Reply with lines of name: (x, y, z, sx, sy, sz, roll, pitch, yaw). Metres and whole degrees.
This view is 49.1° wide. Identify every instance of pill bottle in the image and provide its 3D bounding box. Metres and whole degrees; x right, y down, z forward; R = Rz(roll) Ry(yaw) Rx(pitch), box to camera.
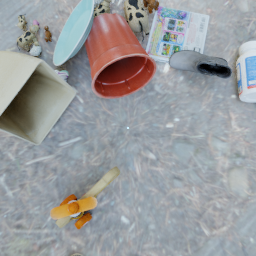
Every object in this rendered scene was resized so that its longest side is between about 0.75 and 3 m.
pill bottle: (4.580, -2.062, 10.191, 1.150, 1.150, 2.049, 2, 75, 1)

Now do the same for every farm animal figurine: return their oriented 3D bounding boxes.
farm animal figurine: (-0.384, -4.821, 10.711, 2.915, 1.466, 2.354, 17, 77, 11)
farm animal figurine: (-3.821, -3.683, 10.846, 1.534, 0.800, 1.517, 25, 75, 7)

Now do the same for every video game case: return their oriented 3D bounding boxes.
video game case: (1.959, -3.625, 11.108, 2.178, 0.283, 2.393, 13, 75, 4)

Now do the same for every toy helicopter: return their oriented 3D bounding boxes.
toy helicopter: (-1.236, 2.078, 8.423, 2.548, 1.685, 1.005, -45, 76, 8)

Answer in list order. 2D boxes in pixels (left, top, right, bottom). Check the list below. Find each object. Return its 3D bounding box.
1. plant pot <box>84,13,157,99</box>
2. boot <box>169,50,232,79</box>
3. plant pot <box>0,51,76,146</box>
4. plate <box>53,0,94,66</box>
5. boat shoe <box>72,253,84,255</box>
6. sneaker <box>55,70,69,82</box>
plant pot: (-0.476, -2.619, 9.920, 2.321, 2.321, 2.258, -19, 66, -5)
boot: (2.465, -2.256, 9.828, 2.220, 1.462, 0.775, 7, 112, 14)
plant pot: (-3.612, -1.170, 9.355, 2.103, 2.376, 2.373, 32, 84, 23)
plate: (-1.873, -3.407, 10.017, 0.351, 2.747, 2.747, 25, 71, -33)
boat shoe: (-1.101, 5.115, 8.233, 1.013, 0.874, 2.787, -30, 76, -8)
sneaker: (-2.770, -1.822, 10.514, 1.023, 0.397, 0.715, 2, 73, 1)
